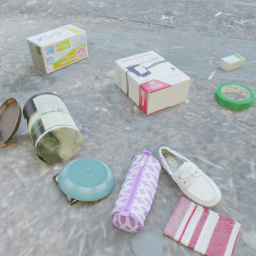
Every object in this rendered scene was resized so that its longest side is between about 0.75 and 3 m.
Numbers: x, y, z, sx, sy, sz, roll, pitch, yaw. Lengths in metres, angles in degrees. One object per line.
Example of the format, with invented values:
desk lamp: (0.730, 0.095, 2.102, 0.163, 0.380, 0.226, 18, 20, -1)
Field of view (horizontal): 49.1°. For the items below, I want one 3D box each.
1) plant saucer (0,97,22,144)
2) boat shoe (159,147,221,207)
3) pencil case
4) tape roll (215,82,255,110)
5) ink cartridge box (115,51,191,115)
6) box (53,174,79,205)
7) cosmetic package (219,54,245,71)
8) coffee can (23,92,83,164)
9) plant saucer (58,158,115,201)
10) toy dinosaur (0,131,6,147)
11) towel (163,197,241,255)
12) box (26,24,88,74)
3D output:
plant saucer: (-4.439, -0.239, 10.347, 0.289, 1.803, 1.803, 24, 17, -48)
boat shoe: (1.744, 1.417, 8.573, 0.857, 0.839, 2.419, -45, 48, -6)
pencil case: (0.297, 1.800, 8.182, 1.008, 1.027, 2.402, 14, 44, 8)
tape roll: (4.673, -1.411, 12.305, 1.631, 0.392, 1.631, 0, 41, 0)
ink cartridge box: (0.974, -2.123, 12.468, 2.122, 1.236, 2.931, -20, 45, -22)
box: (-1.693, 1.747, 8.815, 0.925, 0.256, 1.154, -26, 48, -27)
cosmetic package: (5.374, -3.372, 14.465, 1.138, 0.483, 0.612, -19, 47, -23)
coffee can: (-2.680, -0.052, 9.841, 1.575, 1.575, 2.152, -18, 45, -19)
plant saucer: (-1.282, 1.495, 8.813, 1.791, 0.322, 1.791, 7, 35, -5)
toy dinosaur: (-5.086, 0.479, 10.039, 1.640, 0.838, 1.113, 16, 66, -2)
towel: (2.054, 2.774, 7.695, 1.838, 0.209, 1.324, 21, 46, 22)
box: (-3.566, -4.153, 14.551, 1.374, 1.525, 2.712, 33, 51, 32)
